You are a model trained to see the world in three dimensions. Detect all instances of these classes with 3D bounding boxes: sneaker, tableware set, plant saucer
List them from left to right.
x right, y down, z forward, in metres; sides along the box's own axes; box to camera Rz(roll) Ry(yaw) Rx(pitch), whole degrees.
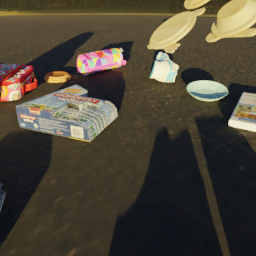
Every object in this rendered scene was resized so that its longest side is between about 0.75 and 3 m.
[{"bbox_3d":[-3.177,-2.324,12.605,1.195,0.224,1.195,-1,27,0],"label":"plant saucer"},{"bbox_3d":[1.659,-2.670,12.614,1.093,1.036,2.707,18,29,1],"label":"sneaker"},{"bbox_3d":[2.928,-1.326,10.435,1.493,0.287,1.493,-1,35,1],"label":"plant saucer"},{"bbox_3d":[1.740,-2.514,5.607,2.347,0.326,2.809,7,58,50],"label":"tableware set"}]

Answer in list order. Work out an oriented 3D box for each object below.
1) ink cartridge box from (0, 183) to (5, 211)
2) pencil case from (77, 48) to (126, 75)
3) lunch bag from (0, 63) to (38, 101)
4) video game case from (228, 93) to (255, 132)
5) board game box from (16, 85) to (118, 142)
[{"bbox_3d":[-3.128,1.661,4.574,1.801,0.391,1.784,-6,28,-10],"label":"ink cartridge box"},{"bbox_3d":[-1.277,-3.243,13.565,2.408,1.064,1.064,-24,35,-37],"label":"pencil case"},{"bbox_3d":[-4.604,-1.781,10.819,2.107,0.980,2.392,4,27,-3],"label":"lunch bag"},{"bbox_3d":[4.453,-0.483,8.952,1.930,0.243,2.695,14,30,25],"label":"video game case"},{"bbox_3d":[-1.648,-0.615,8.657,2.389,0.737,2.387,10,29,19],"label":"board game box"}]
